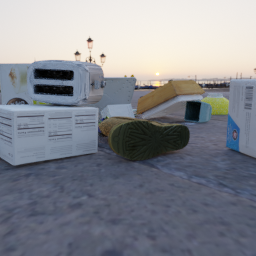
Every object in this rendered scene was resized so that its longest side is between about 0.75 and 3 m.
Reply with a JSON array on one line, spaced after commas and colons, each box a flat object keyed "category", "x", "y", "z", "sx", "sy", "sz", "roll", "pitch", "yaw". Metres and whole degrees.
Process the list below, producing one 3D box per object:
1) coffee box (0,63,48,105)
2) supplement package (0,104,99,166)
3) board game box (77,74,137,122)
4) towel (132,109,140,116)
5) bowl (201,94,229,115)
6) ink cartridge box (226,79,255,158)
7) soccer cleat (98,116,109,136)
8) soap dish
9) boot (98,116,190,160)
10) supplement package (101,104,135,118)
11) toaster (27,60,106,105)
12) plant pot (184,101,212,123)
[{"category": "coffee box", "x": -3.952, "y": -1.519, "z": 12.405, "sx": 2.500, "sy": 2.524, "sz": 2.528, "roll": -1, "pitch": 10, "yaw": -4}, {"category": "supplement package", "x": -2.088, "y": 0.045, "z": 7.002, "sx": 2.142, "sy": 1.188, "sz": 1.668, "roll": -5, "pitch": 10, "yaw": -42}, {"category": "board game box", "x": -1.099, "y": -1.236, "z": 11.916, "sx": 2.539, "sy": 2.539, "sz": 0.328, "roll": -3, "pitch": 51, "yaw": -16}, {"category": "towel", "x": -0.201, "y": -0.761, "z": 14.593, "sx": 1.272, "sy": 0.358, "sz": 1.487, "roll": 2, "pitch": 9, "yaw": 31}, {"category": "bowl", "x": 5.018, "y": -1.419, "z": 16.169, "sx": 2.070, "sy": 1.114, "sz": 2.070, "roll": 1, "pitch": 9, "yaw": 0}, {"category": "ink cartridge box", "x": 3.901, "y": -0.203, "z": 6.564, "sx": 1.871, "sy": 1.880, "sz": 2.563, "roll": -3, "pitch": 11, "yaw": -16}, {"category": "soccer cleat", "x": -0.674, "y": -0.137, "z": 9.904, "sx": 0.501, "sy": 0.648, "sz": 1.548, "roll": 2, "pitch": 10, "yaw": 11}, {"category": "soap dish", "x": 1.917, "y": -1.364, "z": 13.224, "sx": 2.123, "sy": 1.096, "sz": 2.699, "roll": -10, "pitch": -10, "yaw": -41}, {"category": "boot", "x": -0.065, "y": 0.146, "z": 7.809, "sx": 2.449, "sy": 0.925, "sz": 2.797, "roll": 4, "pitch": 5, "yaw": -34}, {"category": "supplement package", "x": -0.420, "y": -0.539, "z": 11.462, "sx": 1.128, "sy": 0.676, "sz": 0.684, "roll": -7, "pitch": -16, "yaw": -34}, {"category": "toaster", "x": -1.726, "y": -1.227, "z": 7.467, "sx": 2.140, "sy": 1.216, "sz": 1.382, "roll": 6, "pitch": 9, "yaw": 8}, {"category": "plant pot", "x": 3.288, "y": -0.736, "z": 12.798, "sx": 0.968, "sy": 0.947, "sz": 0.950, "roll": 2, "pitch": 7, "yaw": -34}]
